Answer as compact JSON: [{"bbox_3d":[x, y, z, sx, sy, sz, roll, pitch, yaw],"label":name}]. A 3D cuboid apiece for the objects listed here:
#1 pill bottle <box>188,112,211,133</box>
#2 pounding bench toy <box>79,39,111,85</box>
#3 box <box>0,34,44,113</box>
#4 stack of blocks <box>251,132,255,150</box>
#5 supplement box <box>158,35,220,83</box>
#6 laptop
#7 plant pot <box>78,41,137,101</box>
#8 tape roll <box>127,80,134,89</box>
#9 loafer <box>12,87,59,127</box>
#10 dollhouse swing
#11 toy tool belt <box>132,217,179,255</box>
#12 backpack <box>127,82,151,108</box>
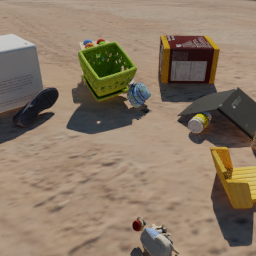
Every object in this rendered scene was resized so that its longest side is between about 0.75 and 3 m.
[{"bbox_3d":[2.745,-0.254,10.561,0.567,0.567,1.019,22,38,31],"label":"pill bottle"},{"bbox_3d":[-1.507,-3.285,14.110,1.570,1.971,2.528,-7,33,-12],"label":"pounding bench toy"},{"bbox_3d":[-5.670,-2.389,12.112,2.940,2.531,2.955,-23,38,-32],"label":"box"},{"bbox_3d":[5.799,0.142,9.648,2.888,0.846,1.663,-25,40,-34],"label":"stack of blocks"},{"bbox_3d":[3.108,-3.740,15.015,2.711,1.800,2.674,1,32,1],"label":"supplement box"},{"bbox_3d":[3.882,-0.539,11.330,2.646,1.533,2.477,43,44,11],"label":"laptop"},{"bbox_3d":[-0.979,-2.406,12.463,1.947,1.776,1.957,-23,64,-22],"label":"plant pot"},{"bbox_3d":[-0.155,-2.249,13.938,0.910,0.300,0.910,5,35,-4],"label":"tape roll"},{"bbox_3d":[-3.745,-0.932,11.309,0.717,0.818,2.275,4,42,33],"label":"loafer"},{"bbox_3d":[3.201,1.211,7.633,1.331,1.376,1.514,-19,30,10],"label":"dollhouse swing"},{"bbox_3d":[0.623,2.460,6.270,0.654,0.664,1.064,13,19,-45],"label":"toy tool belt"},{"bbox_3d":[0.455,-1.425,12.023,0.727,0.906,0.990,-22,24,41],"label":"backpack"}]
